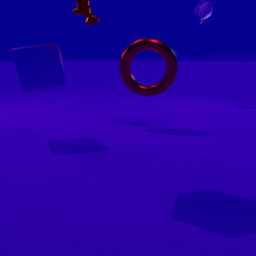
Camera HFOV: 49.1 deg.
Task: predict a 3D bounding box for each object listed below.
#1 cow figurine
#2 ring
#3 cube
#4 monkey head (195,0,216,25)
[{"bbox_3d":[-1.332,-3.833,9.092,0.917,0.932,0.511,16,35,14],"label":"cow figurine"},{"bbox_3d":[0.591,-1.766,8.256,1.735,1.735,0.347,2,24,6],"label":"ring"},{"bbox_3d":[-2.212,-1.445,7.032,1.068,1.068,1.068,-14,10,-17],"label":"cube"},{"bbox_3d":[3.217,-5.004,11.991,0.688,1.142,0.822,35,4,-1],"label":"monkey head"}]
